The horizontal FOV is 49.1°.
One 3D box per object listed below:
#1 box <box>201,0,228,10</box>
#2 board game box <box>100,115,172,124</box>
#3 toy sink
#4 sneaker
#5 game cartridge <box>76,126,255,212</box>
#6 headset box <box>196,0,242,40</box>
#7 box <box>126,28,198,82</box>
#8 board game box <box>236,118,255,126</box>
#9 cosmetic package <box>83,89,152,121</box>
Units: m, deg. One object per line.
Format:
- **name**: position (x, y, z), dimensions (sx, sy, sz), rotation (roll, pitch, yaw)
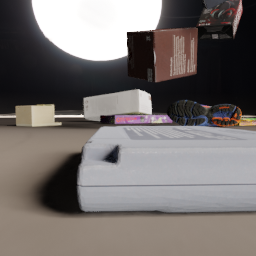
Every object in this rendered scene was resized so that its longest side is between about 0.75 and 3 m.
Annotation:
- **box**: position (2.038, -3.004, 5.657), dimensions (1.250, 0.651, 1.138), rotation (-21, 20, 20)
- **board game box**: position (0.328, -0.373, 11.630), dimensions (2.610, 0.422, 1.567), rotation (-1, 7, -27)
- **toy sink**: position (-2.847, -0.415, 9.022), dimensions (0.797, 0.685, 1.222), rotation (2, 4, 34)
- **sneaker**: position (2.254, -0.348, 8.538), dimensions (2.144, 0.808, 0.841), rotation (8, -5, 11)
- **game cartridge**: position (0.330, 0.161, 1.851), dimensions (1.133, 0.344, 1.699), rotation (-4, 3, -2)
- **headset box**: position (2.461, -2.957, 7.479), dimensions (0.938, 1.262, 0.473), rotation (9, -30, 30)
- **box**: position (0.762, -1.688, 6.321), dimensions (1.259, 1.045, 1.034), rotation (-15, 24, -31)
- **board game box**: position (3.568, -0.233, 9.646), dimensions (0.932, 0.293, 1.951), rotation (-2, 1, -24)
- **cosmetic package**: position (-0.492, -0.989, 12.969), dimensions (2.871, 1.063, 1.460), rotation (-4, -5, 27)
